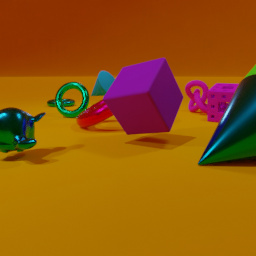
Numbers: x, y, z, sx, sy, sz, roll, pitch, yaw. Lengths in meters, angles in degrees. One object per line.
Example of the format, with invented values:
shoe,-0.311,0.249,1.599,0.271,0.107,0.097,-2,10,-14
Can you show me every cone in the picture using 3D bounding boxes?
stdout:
cone,-1.228,-1.667,12.184,1.193,1.189,1.189,-29,-7,34
cone,1.678,0.176,4.352,1.497,1.491,1.491,-30,19,-12

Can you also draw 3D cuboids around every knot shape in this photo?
knot shape,2.416,-0.917,9.444,0.579,1.253,1.173,-23,58,-8

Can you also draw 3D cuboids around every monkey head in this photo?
monkey head,-1.792,0.019,4.461,1.206,0.727,0.868,-8,3,-44

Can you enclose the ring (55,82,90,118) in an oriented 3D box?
ring,-1.729,-0.877,8.660,1.138,1.138,0.228,3,-7,13

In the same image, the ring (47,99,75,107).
ring,-2.785,-1.053,11.677,1.161,0.232,1.161,0,13,0

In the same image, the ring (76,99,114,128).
ring,-0.518,-0.546,7.148,1.770,0.354,1.770,-28,11,6

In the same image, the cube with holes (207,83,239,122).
cube with holes,2.818,-0.714,7.916,0.888,0.888,0.888,8,26,31

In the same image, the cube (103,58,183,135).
cube,0.328,-0.576,5.386,0.998,0.998,0.998,-5,43,36

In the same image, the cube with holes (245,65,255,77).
cube with holes,3.234,-0.747,5.930,1.105,1.105,1.105,4,30,39
